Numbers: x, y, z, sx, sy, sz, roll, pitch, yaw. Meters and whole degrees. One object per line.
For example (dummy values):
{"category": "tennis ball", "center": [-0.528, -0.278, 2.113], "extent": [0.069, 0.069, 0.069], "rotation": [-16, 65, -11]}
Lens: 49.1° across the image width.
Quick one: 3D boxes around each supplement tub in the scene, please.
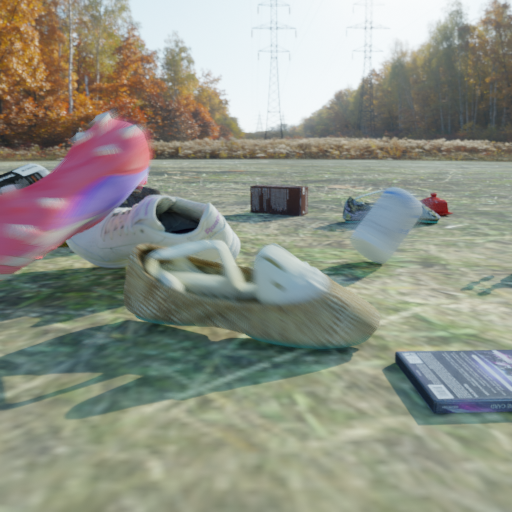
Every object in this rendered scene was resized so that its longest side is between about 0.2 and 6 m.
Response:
{"category": "supplement tub", "center": [-4.710, -0.963, 10.581], "extent": [1.120, 1.120, 1.829], "rotation": [6, 28, 26]}
{"category": "supplement tub", "center": [2.020, -0.476, 8.685], "extent": [0.689, 1.045, 0.689], "rotation": [36, -12, 9]}

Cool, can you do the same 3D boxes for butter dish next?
{"category": "butter dish", "center": [4.414, -1.289, 13.972], "extent": [0.761, 0.563, 0.759], "rotation": [-5, 12, -22]}

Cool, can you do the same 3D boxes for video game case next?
{"category": "video game case", "center": [1.894, 0.969, 4.457], "extent": [1.328, 0.126, 0.949], "rotation": [0, 12, -3]}

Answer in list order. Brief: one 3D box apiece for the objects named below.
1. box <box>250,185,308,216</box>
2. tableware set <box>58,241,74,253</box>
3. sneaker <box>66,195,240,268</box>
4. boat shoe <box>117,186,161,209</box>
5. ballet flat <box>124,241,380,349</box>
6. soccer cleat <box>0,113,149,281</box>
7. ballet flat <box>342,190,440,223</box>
{"category": "box", "center": [0.579, -1.431, 14.258], "extent": [1.442, 0.722, 0.540], "rotation": [7, 14, 29]}
{"category": "tableware set", "center": [-2.525, -0.527, 10.438], "extent": [3.637, 0.558, 2.450], "rotation": [7, 13, 32]}
{"category": "sneaker", "center": [-1.612, -0.470, 8.031], "extent": [2.694, 1.009, 1.342], "rotation": [2, -30, 16]}
{"category": "boat shoe", "center": [-2.843, -1.246, 11.163], "extent": [2.785, 1.021, 1.037], "rotation": [22, 4, 30]}
{"category": "ballet flat", "center": [-0.144, 0.303, 5.481], "extent": [2.664, 0.870, 0.939], "rotation": [3, 27, 15]}
{"category": "soccer cleat", "center": [-2.524, -0.518, 7.067], "extent": [1.070, 1.226, 3.207], "rotation": [27, 59, 22]}
{"category": "ballet flat", "center": [3.081, -1.114, 12.703], "extent": [2.207, 0.794, 0.794], "rotation": [1, 12, 3]}
